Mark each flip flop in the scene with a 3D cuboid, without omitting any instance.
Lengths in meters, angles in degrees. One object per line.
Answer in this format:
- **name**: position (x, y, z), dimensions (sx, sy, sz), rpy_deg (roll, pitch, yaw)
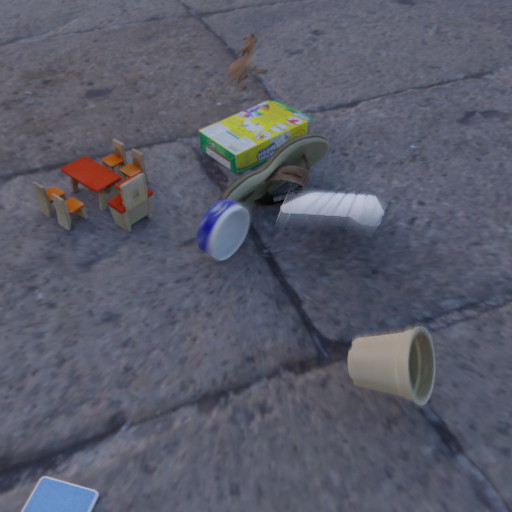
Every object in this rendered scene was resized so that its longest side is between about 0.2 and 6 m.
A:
- **flip flop**: position (0.443, -1.491, 11.617), dimensions (0.892, 1.257, 3.099), rpy_deg (43, 58, 17)

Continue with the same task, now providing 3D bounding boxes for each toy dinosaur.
- **toy dinosaur**: position (-0.306, -3.998, 11.760), dimensions (1.149, 0.493, 0.779), rpy_deg (-40, 72, 3)

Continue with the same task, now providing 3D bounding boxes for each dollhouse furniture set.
- **dollhouse furniture set**: position (-3.142, -1.516, 11.581), dimensions (2.168, 1.129, 2.192), rpy_deg (30, 51, 28)

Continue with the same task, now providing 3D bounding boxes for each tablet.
- **tablet**: position (-2.657, 3.492, 7.033), dimensions (0.867, 0.091, 1.333), rpy_deg (10, 43, 11)

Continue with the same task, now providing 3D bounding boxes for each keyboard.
- **keyboard**: position (1.431, -0.928, 9.716), dimensions (1.364, 0.258, 4.848), rpy_deg (10, 10, 9)

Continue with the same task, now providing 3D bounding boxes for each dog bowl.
- **dog bowl**: position (-0.611, -0.483, 10.429), dimensions (0.425, 1.079, 1.079), rpy_deg (28, 50, 24)

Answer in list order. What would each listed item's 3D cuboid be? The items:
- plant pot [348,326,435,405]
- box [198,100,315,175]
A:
- **plant pot**: position (1.899, 1.543, 8.013), dimensions (0.982, 1.072, 1.072), rpy_deg (-5, 35, 36)
- **box**: position (0.062, -2.964, 13.519), dimensions (2.555, 0.618, 1.499), rpy_deg (-31, 51, -26)
